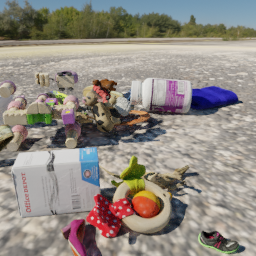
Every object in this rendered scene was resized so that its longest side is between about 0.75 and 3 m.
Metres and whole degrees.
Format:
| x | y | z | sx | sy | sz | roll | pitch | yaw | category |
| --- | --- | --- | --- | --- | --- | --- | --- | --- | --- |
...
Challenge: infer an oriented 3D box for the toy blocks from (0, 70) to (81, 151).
| x | y | z | sx | sy | sz | roll | pitch | yaw | category |
| --- | --- | --- | --- | --- | --- | --- | --- | --- | --- |
| -2.981 | -0.905 | 10.011 | 2.590 | 2.771 | 2.333 | -2 | 27 | -5 | toy blocks |

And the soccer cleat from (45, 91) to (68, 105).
| x | y | z | sx | sy | sz | roll | pitch | yaw | category |
| --- | --- | --- | --- | --- | --- | --- | --- | --- | --- |
| -3.249 | -1.437 | 14.186 | 2.422 | 0.783 | 1.013 | 20 | 22 | 40 | soccer cleat |

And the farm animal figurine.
| x | y | z | sx | sy | sz | roll | pitch | yaw | category |
| --- | --- | --- | --- | --- | --- | --- | --- | --- | --- |
| -1.259 | -0.709 | 10.931 | 1.274 | 2.443 | 2.416 | 3 | 40 | -52 | farm animal figurine |

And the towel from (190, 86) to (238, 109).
| x | y | z | sx | sy | sz | roll | pitch | yaw | category |
| --- | --- | --- | --- | --- | --- | --- | --- | --- | --- |
| 4.145 | -1.699 | 14.896 | 2.881 | 0.714 | 2.128 | -13 | 24 | -30 | towel |

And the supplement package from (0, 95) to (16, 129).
| x | y | z | sx | sy | sz | roll | pitch | yaw | category |
| --- | --- | --- | --- | --- | --- | --- | --- | --- | --- |
| -5.021 | -0.690 | 11.311 | 0.840 | 1.436 | 0.843 | -6 | 22 | -15 | supplement package |

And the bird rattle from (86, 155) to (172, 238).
| x | y | z | sx | sy | sz | roll | pitch | yaw | category |
| --- | --- | --- | --- | --- | --- | --- | --- | --- | --- |
| 0.154 | 1.605 | 6.135 | 1.657 | 1.145 | 2.032 | 21 | 28 | 8 | bird rattle |

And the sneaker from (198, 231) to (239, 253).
| x | y | z | sx | sy | sz | roll | pitch | yaw | category |
| --- | --- | --- | --- | --- | --- | --- | --- | --- | --- |
| 1.765 | 2.197 | 5.452 | 0.762 | 0.319 | 0.292 | 6 | 22 | 16 | sneaker |

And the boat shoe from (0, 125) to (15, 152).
| x | y | z | sx | sy | sz | roll | pitch | yaw | category |
| --- | --- | --- | --- | --- | --- | --- | --- | --- | --- |
| -4.035 | 0.592 | 8.353 | 0.491 | 1.567 | 0.574 | 46 | 7 | 27 | boat shoe |

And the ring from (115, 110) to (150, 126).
| x | y | z | sx | sy | sz | roll | pitch | yaw | category |
| --- | --- | --- | --- | --- | --- | --- | --- | --- | --- |
| -0.068 | -0.407 | 12.103 | 2.072 | 0.199 | 2.072 | -4 | 17 | 1 | ring |

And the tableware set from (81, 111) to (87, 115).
| x | y | z | sx | sy | sz | roll | pitch | yaw | category |
| --- | --- | --- | --- | --- | --- | --- | --- | --- | --- |
| -2.389 | -0.626 | 12.897 | 1.170 | 0.180 | 0.788 | 14 | 25 | 30 | tableware set |

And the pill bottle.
| x | y | z | sx | sy | sz | roll | pitch | yaw | category |
| --- | --- | --- | --- | --- | --- | --- | --- | --- | --- |
| 1.518 | -1.563 | 13.235 | 2.743 | 1.540 | 1.540 | 5 | 21 | 2 | pill bottle |

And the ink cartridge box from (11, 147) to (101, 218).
| x | y | z | sx | sy | sz | roll | pitch | yaw | category |
| --- | --- | --- | --- | --- | --- | --- | --- | --- | --- |
| -1.585 | 1.241 | 6.511 | 1.842 | 1.332 | 0.776 | -3 | 22 | -8 | ink cartridge box |

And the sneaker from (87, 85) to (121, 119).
| x | y | z | sx | sy | sz | roll | pitch | yaw | category |
| --- | --- | --- | --- | --- | --- | --- | --- | --- | --- |
| -1.151 | -0.981 | 12.528 | 0.969 | 1.339 | 2.742 | 32 | 14 | -39 | sneaker |

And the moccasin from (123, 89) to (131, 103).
| x | y | z | sx | sy | sz | roll | pitch | yaw | category |
| --- | --- | --- | --- | --- | --- | --- | --- | --- | --- |
| 0.356 | -1.773 | 14.923 | 1.768 | 0.603 | 0.712 | -8 | 59 | -18 | moccasin |

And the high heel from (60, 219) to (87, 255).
| x | y | z | sx | sy | sz | roll | pitch | yaw | category |
| --- | --- | --- | --- | --- | --- | --- | --- | --- | --- |
| -0.907 | 2.135 | 5.479 | 0.544 | 0.382 | 1.133 | -24 | 26 | -25 | high heel |

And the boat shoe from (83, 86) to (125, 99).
| x | y | z | sx | sy | sz | roll | pitch | yaw | category |
| --- | --- | --- | --- | --- | --- | --- | --- | --- | --- |
| -1.433 | -1.609 | 14.493 | 2.548 | 0.913 | 0.970 | 12 | 31 | 28 | boat shoe |

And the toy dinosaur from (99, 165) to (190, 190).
| x | y | z | sx | sy | sz | roll | pitch | yaw | category |
| --- | --- | --- | --- | --- | --- | --- | --- | --- | --- |
| 0.578 | 1.388 | 7.346 | 2.560 | 0.745 | 1.294 | 1 | 5 | -17 | toy dinosaur |
